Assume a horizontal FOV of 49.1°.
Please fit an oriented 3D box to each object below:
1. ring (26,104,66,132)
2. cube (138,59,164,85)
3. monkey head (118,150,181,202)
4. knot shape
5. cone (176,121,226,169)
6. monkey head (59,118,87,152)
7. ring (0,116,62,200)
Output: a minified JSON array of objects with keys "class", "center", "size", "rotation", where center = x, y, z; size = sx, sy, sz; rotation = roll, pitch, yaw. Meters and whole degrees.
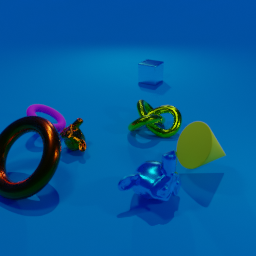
[{"class":"ring","center":[-2.190,-0.270,7.548],"size":[1.096,0.219,1.096],"rotation":[28,22,-13]},{"class":"cube","center":[0.907,-2.217,11.081],"size":[0.763,0.763,0.763],"rotation":[16,33,27]},{"class":"monkey head","center":[0.546,0.876,5.527],"size":[0.906,1.081,1.503],"rotation":[19,23,40]},{"class":"knot shape","center":[0.683,-0.326,7.949],"size":[1.503,0.694,1.406],"rotation":[-3,31,-9]},{"class":"cone","center":[1.790,0.484,6.109],"size":[1.032,1.028,1.028],"rotation":[17,21,-29]},{"class":"monkey head","center":[-1.284,0.180,7.035],"size":[0.772,0.647,1.073],"rotation":[-46,28,-5]},{"class":"ring","center":[-2.165,0.581,5.808],"size":[1.794,0.359,1.794],"rotation":[-9,66,21]}]
